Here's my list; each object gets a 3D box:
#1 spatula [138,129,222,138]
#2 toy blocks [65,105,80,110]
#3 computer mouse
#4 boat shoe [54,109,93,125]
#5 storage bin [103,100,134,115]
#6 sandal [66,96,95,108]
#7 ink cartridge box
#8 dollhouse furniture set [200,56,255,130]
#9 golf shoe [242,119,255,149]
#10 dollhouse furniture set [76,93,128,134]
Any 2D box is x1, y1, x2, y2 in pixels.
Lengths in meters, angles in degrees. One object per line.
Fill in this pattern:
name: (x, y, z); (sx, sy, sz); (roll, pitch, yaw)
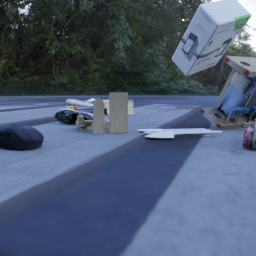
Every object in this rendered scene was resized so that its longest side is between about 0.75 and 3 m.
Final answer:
spatula: (1.418, 0.132, 7.833); (2.112, 0.170, 1.468); (0, 3, -8)
toy blocks: (-3.109, -1.137, 16.023); (0.826, 0.300, 0.688); (-3, 8, -22)
computer mouse: (-3.135, 0.110, 6.636); (2.955, 0.503, 0.866); (4, 10, 29)
boat shoe: (-1.969, -0.379, 9.924); (1.609, 0.552, 0.455); (5, 10, 19)
storage bin: (-0.680, -1.044, 14.012); (1.488, 0.702, 1.499); (-5, 10, -26)
sandal: (-2.375, -1.590, 16.920); (2.737, 0.673, 1.114); (4, 4, -41)
ink cartridge box: (1.964, -2.173, 6.807); (1.199, 0.693, 1.649); (-24, -22, -28)
dollhouse furniture set: (4.056, -0.547, 8.208); (2.036, 2.048, 2.906); (-5, 39, -28)
golf shoe: (3.055, 0.165, 6.265); (0.694, 0.547, 1.507); (10, 21, 32)
dollhouse furniture set: (-0.849, -0.500, 8.508); (1.356, 1.162, 1.426); (-2, 9, -16)
